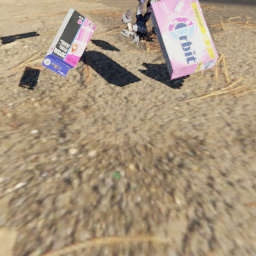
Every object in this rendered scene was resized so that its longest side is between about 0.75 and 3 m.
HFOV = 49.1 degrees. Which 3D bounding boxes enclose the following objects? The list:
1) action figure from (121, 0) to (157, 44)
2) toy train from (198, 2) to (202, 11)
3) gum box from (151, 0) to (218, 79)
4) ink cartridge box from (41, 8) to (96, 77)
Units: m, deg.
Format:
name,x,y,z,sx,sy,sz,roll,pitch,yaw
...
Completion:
name,x,y,z,sx,sy,sz,roll,pitch,yaw
action figure,0.418,-3.227,8.115,1.170,1.797,0.624,16,-10,-18
toy train,1.723,-4.032,8.864,0.867,0.648,1.521,13,33,-47
gum box,1.380,-2.414,7.213,1.142,2.012,0.665,-16,-12,0
ink cartridge box,-1.097,-1.557,5.235,0.551,1.163,0.216,26,6,-43
